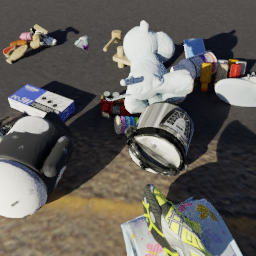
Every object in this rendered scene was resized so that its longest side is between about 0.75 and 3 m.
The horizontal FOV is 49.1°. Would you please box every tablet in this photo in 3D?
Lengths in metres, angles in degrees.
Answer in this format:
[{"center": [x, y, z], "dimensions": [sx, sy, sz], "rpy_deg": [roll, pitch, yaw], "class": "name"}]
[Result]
[{"center": [3.106, -3.590, 12.981], "dimensions": [0.909, 0.095, 1.397], "rpy_deg": [-4, 63, 3], "class": "tablet"}]

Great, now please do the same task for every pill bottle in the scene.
[{"center": [2.669, -2.421, 11.441], "dimensions": [1.782, 0.993, 0.993], "rpy_deg": [-22, 48, -21], "class": "pill bottle"}]

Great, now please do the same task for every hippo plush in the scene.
[{"center": [0.478, -1.887, 8.963], "dimensions": [2.876, 2.291, 2.313], "rpy_deg": [-3, 72, -26], "class": "hippo plush"}]

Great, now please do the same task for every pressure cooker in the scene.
[{"center": [0.926, 0.406, 8.028], "dimensions": [1.710, 1.737, 1.944], "rpy_deg": [4, 42, 25], "class": "pressure cooker"}]

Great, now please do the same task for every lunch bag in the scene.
[{"center": [1.150, 2.791, 5.663], "dimensions": [2.058, 1.543, 2.426], "rpy_deg": [-15, 56, -13], "class": "lunch bag"}]

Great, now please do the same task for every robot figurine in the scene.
[{"center": [-2.569, 0.903, 7.432], "dimensions": [1.838, 2.213, 2.945], "rpy_deg": [23, 45, -1], "class": "robot figurine"}]

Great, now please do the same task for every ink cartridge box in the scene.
[{"center": [-3.138, -0.871, 10.194], "dimensions": [2.203, 0.487, 1.036], "rpy_deg": [20, 46, 20], "class": "ink cartridge box"}]

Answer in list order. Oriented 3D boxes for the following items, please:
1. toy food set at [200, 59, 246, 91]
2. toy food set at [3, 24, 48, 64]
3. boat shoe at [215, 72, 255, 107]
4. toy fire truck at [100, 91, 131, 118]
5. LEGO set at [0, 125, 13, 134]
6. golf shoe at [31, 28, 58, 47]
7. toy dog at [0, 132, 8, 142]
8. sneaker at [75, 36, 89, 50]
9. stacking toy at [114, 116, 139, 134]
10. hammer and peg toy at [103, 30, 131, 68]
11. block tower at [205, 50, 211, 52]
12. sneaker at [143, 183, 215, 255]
[{"center": [3.958, -2.137, 11.408], "dimensions": [1.149, 1.083, 2.407], "rpy_deg": [21, 28, 39], "class": "toy food set"}, {"center": [-4.940, -3.965, 13.345], "dimensions": [2.355, 0.371, 1.497], "rpy_deg": [-43, 58, -16], "class": "toy food set"}, {"center": [4.681, -1.552, 10.500], "dimensions": [2.877, 1.063, 1.227], "rpy_deg": [7, 44, 4], "class": "boat shoe"}, {"center": [-0.449, -0.671, 9.849], "dimensions": [1.155, 0.844, 1.313], "rpy_deg": [6, 55, 5], "class": "toy fire truck"}, {"center": [-3.904, -0.012, 9.442], "dimensions": [0.670, 0.292, 1.032], "rpy_deg": [23, 49, 23], "class": "LEGO set"}, {"center": [-4.197, -4.494, 13.811], "dimensions": [1.558, 0.736, 0.606], "rpy_deg": [17, 45, 15], "class": "golf shoe"}, {"center": [-4.451, 0.257, 8.720], "dimensions": [1.865, 0.898, 1.230], "rpy_deg": [2, 44, 2], "class": "toy dog"}, {"center": [-1.333, -2.407, 8.198], "dimensions": [0.307, 0.361, 0.824], "rpy_deg": [-21, 8, -19], "class": "sneaker"}, {"center": [0.294, -0.150, 9.428], "dimensions": [1.445, 0.617, 0.617], "rpy_deg": [-5, 44, -12], "class": "stacking toy"}, {"center": [0.260, -3.360, 12.451], "dimensions": [2.806, 0.989, 2.064], "rpy_deg": [21, 49, 21], "class": "hammer and peg toy"}, {"center": [3.432, -3.530, 13.150], "dimensions": [0.891, 0.258, 0.241], "rpy_deg": [7, 45, 10], "class": "block tower"}, {"center": [0.883, 1.864, 5.173], "dimensions": [0.751, 0.741, 1.965], "rpy_deg": [-17, 54, -18], "class": "sneaker"}]
